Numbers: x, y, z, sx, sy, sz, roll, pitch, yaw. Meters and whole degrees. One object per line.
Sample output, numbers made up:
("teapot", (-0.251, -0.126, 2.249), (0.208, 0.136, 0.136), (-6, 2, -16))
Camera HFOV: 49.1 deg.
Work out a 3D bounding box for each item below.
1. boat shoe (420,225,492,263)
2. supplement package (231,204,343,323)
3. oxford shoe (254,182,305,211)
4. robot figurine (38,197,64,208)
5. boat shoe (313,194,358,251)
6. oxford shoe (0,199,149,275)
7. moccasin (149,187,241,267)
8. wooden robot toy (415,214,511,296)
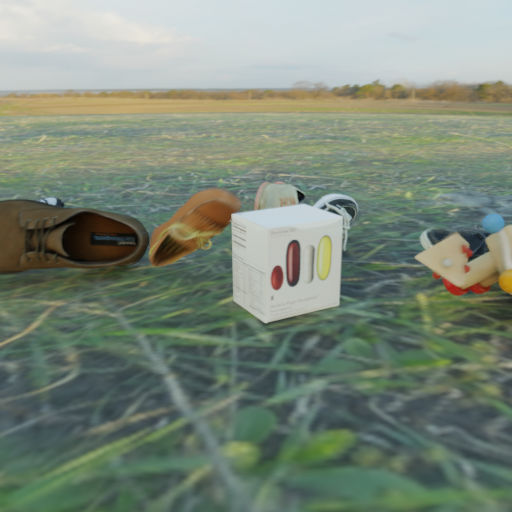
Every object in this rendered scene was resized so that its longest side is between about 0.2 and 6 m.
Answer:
("boat shoe", (3.306, -0.109, 8.243), (1.822, 0.567, 0.680), (15, 42, -6))
("supplement package", (0.404, 0.058, 7.453), (1.196, 1.251, 0.920), (-11, 20, -29))
("oxford shoe", (0.547, -1.296, 12.634), (0.737, 0.707, 1.997), (14, 24, 20))
("robot figurine", (-4.601, -1.099, 12.467), (0.471, 0.391, 0.627), (0, 12, 42))
("boat shoe", (1.223, -0.503, 9.761), (0.823, 0.889, 2.409), (11, 21, 41))
("oxford shoe", (-3.166, -0.313, 8.216), (3.175, 1.154, 1.340), (-4, 2, -15))
("moccasin", (-0.927, -0.365, 7.916), (1.891, 0.692, 0.730), (-24, 43, 37))
("wooden robot toy", (3.404, 0.452, 6.942), (3.180, 1.401, 1.443), (0, 58, -33))
